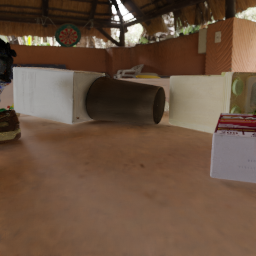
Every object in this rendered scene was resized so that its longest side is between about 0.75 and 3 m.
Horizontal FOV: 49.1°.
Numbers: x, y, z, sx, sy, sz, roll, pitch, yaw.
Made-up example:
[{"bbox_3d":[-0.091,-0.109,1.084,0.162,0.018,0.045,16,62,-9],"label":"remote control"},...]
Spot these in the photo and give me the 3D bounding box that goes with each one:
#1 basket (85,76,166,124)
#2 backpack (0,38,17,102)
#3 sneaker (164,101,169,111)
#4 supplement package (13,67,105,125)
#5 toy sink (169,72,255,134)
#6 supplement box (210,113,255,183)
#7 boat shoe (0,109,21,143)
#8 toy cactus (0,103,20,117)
[{"bbox_3d":[0.035,-0.842,8.942,2.085,1.418,1.880,10,24,23],"label":"basket"},{"bbox_3d":[-3.831,-1.214,6.492,1.910,1.545,2.005,11,-17,-35],"label":"backpack"},{"bbox_3d":[1.056,-0.919,11.301,0.668,0.619,1.647,6,8,-43],"label":"sneaker"},{"bbox_3d":[-2.370,-1.200,9.571,2.755,1.610,1.616,12,14,29],"label":"supplement package"},{"bbox_3d":[2.824,-0.769,7.867,1.878,1.614,2.882,-9,15,-35],"label":"toy sink"},{"bbox_3d":[2.310,0.255,5.201,1.333,0.745,2.449,4,12,19],"label":"supplement box"},{"bbox_3d":[-3.699,-0.057,6.364,2.329,0.862,0.860,-8,15,-33],"label":"boat shoe"},{"bbox_3d":[-4.349,-0.647,10.078,1.010,0.626,1.224,13,6,12],"label":"toy cactus"}]
